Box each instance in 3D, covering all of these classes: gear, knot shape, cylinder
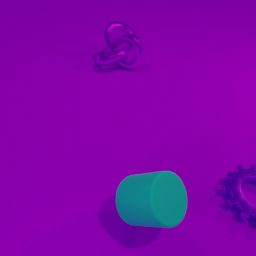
[{"bbox_3d":[2.846,1.466,6.195,1.440,0.266,1.440,0,46,0],"label":"gear"},{"bbox_3d":[-0.175,-2.696,9.550,1.646,0.813,1.758,30,87,20],"label":"knot shape"},{"bbox_3d":[0.442,1.362,5.355,0.991,0.991,0.991,-18,27,47],"label":"cylinder"}]
